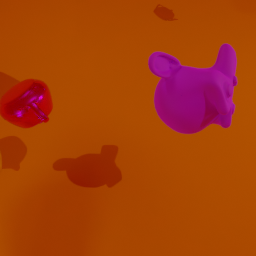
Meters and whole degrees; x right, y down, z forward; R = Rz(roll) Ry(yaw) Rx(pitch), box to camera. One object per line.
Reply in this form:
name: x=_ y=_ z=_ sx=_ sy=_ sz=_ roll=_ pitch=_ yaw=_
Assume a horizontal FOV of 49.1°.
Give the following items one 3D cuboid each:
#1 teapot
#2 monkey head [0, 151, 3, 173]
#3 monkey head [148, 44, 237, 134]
teapot: x=-1.765 y=-0.396 z=4.978 sx=0.935 sy=0.736 sz=1.503 roll=-44 pitch=38 yaw=-17
monkey head: x=-1.913 y=0.445 z=2.970 sx=1.193 sy=0.999 sz=1.658 roll=-15 pitch=83 yaw=-16
monkey head: x=0.951 y=-0.566 z=3.945 sx=1.070 sy=1.776 sz=1.278 roll=7 pitch=66 yaw=28
